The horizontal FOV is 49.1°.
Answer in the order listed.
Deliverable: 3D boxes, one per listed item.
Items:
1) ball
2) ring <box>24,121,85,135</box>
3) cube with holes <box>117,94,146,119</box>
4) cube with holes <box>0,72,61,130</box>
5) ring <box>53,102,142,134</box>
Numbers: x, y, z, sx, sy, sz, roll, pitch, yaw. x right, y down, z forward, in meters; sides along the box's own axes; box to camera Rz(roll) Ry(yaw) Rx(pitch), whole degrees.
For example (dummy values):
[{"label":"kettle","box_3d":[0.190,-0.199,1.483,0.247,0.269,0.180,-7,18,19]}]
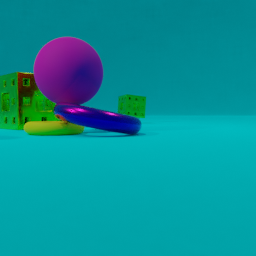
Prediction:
[{"label":"ball","box_3d":[-1.205,-1.142,5.762,1.394,1.394,1.394,0,3,0]},{"label":"ring","box_3d":[-1.341,-0.006,5.140,1.075,0.215,1.075,0,3,0]},{"label":"cube with holes","box_3d":[0.144,-0.865,11.546,0.878,0.878,0.878,4,-1,-24]},{"label":"cube with holes","box_3d":[-2.489,-0.649,7.179,1.306,1.306,1.306,3,4,44]},{"label":"ring","box_3d":[-0.540,-0.182,5.075,1.605,0.321,1.605,12,2,-1]}]
